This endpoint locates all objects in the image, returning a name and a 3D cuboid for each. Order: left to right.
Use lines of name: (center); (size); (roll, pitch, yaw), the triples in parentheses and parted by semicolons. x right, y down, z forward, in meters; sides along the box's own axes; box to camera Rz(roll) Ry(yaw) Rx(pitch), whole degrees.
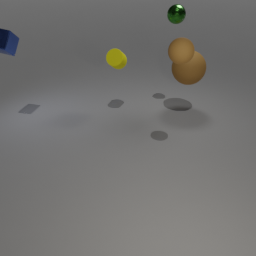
cube: (-4.408, -3.053, 9.923); (0.700, 0.700, 0.700); (14, -3, 6)
cylinder: (-0.453, -2.770, 11.274); (0.700, 0.700, 0.700); (7, 3, 12)
ball: (1.831, -4.299, 10.581); (0.700, 0.700, 0.700); (0, 29, 0)
ball: (1.421, -2.057, 7.486); (0.700, 0.700, 0.700); (0, 29, 0)
ball: (2.511, -2.488, 11.575); (1.400, 1.400, 1.400); (0, 29, 0)
